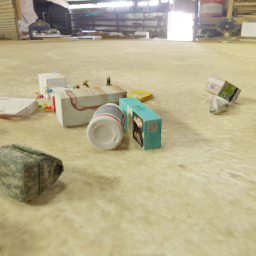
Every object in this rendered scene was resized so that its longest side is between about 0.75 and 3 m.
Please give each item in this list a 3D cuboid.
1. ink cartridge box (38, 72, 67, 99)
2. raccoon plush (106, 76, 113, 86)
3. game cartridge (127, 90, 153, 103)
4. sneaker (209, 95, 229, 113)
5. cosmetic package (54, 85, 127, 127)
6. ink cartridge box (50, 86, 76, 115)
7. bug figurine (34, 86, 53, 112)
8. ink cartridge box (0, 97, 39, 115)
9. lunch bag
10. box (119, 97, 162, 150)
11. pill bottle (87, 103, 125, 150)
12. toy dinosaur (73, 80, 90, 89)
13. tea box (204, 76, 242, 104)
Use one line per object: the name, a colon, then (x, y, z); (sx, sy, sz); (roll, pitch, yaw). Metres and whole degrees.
ink cartridge box: (-3.998, -2.276, 15.044); (1.106, 1.078, 1.721); (-13, 25, -29)
raccoon plush: (-0.692, -1.908, 13.405); (0.735, 1.097, 0.531); (8, 34, 15)
game cartridge: (0.421, -1.681, 14.713); (1.358, 0.250, 1.541); (13, 27, 29)
sneaker: (4.184, -1.091, 12.793); (0.789, 0.675, 1.813); (14, 26, 20)
cosmetic package: (-1.550, -0.990, 11.757); (2.780, 1.213, 1.437); (-10, 24, -23)
ink cartridge box: (-2.959, -1.338, 13.228); (1.256, 0.727, 2.163); (-7, 24, -17)
bug figurine: (-3.894, -1.277, 13.001); (0.985, 1.270, 0.327); (-9, -20, 19)
ink cartridge box: (-5.250, -0.826, 12.323); (1.942, 0.434, 1.711); (4, 29, 14)
lunch bag: (-2.622, 1.009, 7.169); (1.589, 1.107, 1.333); (13, 15, 31)
box: (0.379, -0.253, 10.168); (0.642, 1.075, 2.613); (-8, 23, -17)
pill bottle: (-0.692, -0.166, 9.803); (1.180, 1.180, 1.973); (1, 23, 3)
toy dinosaur: (-2.008, -1.653, 13.965); (0.852, 1.499, 2.822); (-36, 33, -4)
tea box: (4.697, -1.918, 13.980); (1.207, 0.820, 1.227); (20, 13, -27)
